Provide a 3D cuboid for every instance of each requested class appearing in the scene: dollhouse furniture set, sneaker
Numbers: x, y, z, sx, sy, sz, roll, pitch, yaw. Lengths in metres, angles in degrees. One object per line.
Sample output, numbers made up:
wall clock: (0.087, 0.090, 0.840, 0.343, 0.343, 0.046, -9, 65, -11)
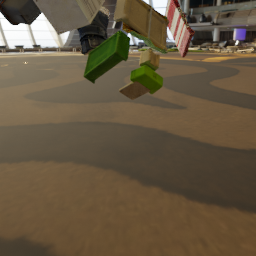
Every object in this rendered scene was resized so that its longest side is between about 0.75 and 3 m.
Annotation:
dollhouse furniture set: (0.043, -1.683, 5.744, 1.273, 1.943, 0.975, 28, -35, -33)
sneaker: (-1.596, -3.273, 8.872, 2.277, 1.645, 0.866, 9, -10, -34)

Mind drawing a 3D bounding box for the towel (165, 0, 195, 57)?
towel: (1.709, -3.502, 9.588, 0.204, 1.796, 1.294, -18, -18, -8)

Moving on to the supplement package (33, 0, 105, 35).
supplement package: (-1.429, -3.420, 7.226, 1.141, 1.133, 1.504, -6, 48, 31)

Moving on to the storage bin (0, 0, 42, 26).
storage bin: (-3.217, -4.040, 8.885, 1.031, 1.117, 1.535, 25, 73, 33)
